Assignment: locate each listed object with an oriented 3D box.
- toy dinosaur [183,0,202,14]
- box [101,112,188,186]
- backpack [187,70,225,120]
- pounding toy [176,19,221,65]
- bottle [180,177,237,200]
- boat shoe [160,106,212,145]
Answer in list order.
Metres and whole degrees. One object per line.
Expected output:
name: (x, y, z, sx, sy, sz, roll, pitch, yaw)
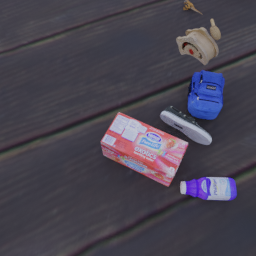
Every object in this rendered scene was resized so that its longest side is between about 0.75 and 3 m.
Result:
toy dinosaur: (2.432, -4.694, 10.831, 0.502, 0.286, 0.945, -26, 66, -14)
box: (0.431, 0.585, 7.747, 2.110, 0.999, 1.083, 24, 66, 11)
backpack: (2.344, -0.996, 8.506, 1.073, 1.108, 1.321, 9, 70, 9)
pounding toy: (1.960, -2.181, 7.125, 0.827, 1.442, 0.824, -39, 114, -7)
bottle: (2.140, 1.620, 7.526, 1.420, 0.464, 0.593, 2, 62, 1)
boat shoe: (1.779, -0.125, 8.359, 1.710, 0.587, 0.484, 33, 67, 18)
